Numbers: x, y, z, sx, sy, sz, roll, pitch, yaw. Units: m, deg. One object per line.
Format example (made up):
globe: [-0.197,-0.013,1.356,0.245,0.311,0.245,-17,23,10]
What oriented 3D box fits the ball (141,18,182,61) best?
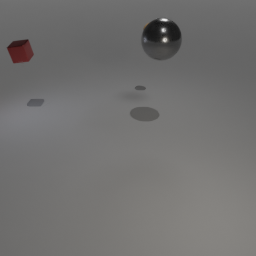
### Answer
ball: [1.152,-3.042,9.658,1.400,1.400,1.400,0,29,0]

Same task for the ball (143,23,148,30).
ball: [1.052,-4.482,12.883,0.700,0.700,0.700,0,29,0]

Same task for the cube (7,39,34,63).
cube: [-4.419,-3.162,11.549,0.700,0.700,0.700,-5,38,7]
